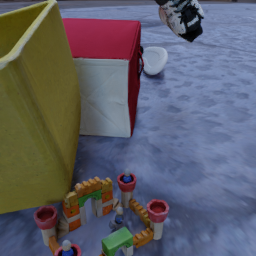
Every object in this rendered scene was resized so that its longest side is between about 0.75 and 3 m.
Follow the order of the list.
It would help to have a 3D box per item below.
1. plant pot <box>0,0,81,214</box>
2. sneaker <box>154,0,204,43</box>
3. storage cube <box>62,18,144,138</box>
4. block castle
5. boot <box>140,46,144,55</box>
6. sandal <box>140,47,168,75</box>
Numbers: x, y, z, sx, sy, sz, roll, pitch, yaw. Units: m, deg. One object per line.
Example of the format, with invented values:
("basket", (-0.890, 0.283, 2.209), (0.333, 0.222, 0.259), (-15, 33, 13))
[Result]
("plant pot", (-1.959, -0.072, 4.259), (2.485, 2.542, 2.469), (-12, 36, 6))
("sneaker", (1.194, -2.753, 6.115), (1.184, 1.021, 2.700), (54, 15, 14))
("storage cube", (-0.864, -1.278, 6.937), (2.460, 2.103, 2.211), (3, 40, 5))
("block castle", (-0.362, 1.276, 3.967), (1.660, 0.779, 1.109), (-18, 33, -29))
("boot", (-0.149, -2.983, 11.906), (1.247, 0.563, 1.522), (6, 49, 40))
("sandal", (1.105, -2.675, 11.205), (0.668, 1.105, 2.716), (37, 15, -25))
